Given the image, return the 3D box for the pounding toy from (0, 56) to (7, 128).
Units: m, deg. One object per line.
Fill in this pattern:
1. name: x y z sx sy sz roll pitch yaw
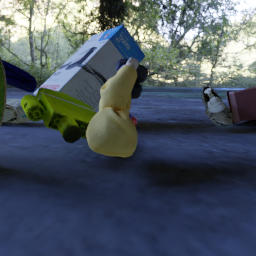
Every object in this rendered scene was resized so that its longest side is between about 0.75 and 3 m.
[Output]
1. pounding toy: -3.387 -0.629 4.284 2.932 2.263 1.360 8 7 27

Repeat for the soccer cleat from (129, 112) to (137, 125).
1. soccer cleat: -0.043 -0.309 8.348 0.328 0.286 0.859 -19 35 -25

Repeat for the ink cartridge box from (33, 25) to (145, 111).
1. ink cartridge box: -1.230 -1.612 8.631 2.932 1.227 2.127 -50 30 -16

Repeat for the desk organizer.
1. desk organizer: 4.287 -0.836 8.968 1.074 1.000 2.789 -10 1 43

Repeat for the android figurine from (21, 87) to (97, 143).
1. android figurine: -1.136 -0.233 5.554 1.908 0.430 2.096 18 14 -38

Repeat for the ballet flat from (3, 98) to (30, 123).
1. ballet flat: -4.196 -0.551 8.649 2.761 0.959 0.959 4 11 20

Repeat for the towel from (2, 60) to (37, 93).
1. towel: -2.706 -1.232 6.243 1.388 0.466 1.879 20 -1 -20

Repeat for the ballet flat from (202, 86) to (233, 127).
1. ballet flat: 2.319 -0.677 7.609 0.581 0.645 1.712 -22 29 12

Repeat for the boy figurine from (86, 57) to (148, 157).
1. boy figurine: -0.107 -0.395 4.364 0.709 1.369 2.201 17 32 -5
